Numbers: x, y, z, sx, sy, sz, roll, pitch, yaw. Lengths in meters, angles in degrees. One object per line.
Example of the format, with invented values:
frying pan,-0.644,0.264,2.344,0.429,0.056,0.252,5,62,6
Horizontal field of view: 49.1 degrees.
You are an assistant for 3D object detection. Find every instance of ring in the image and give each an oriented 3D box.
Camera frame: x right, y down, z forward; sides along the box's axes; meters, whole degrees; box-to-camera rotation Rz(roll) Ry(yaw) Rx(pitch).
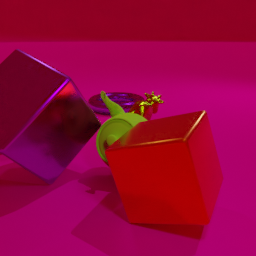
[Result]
ring,-0.365,-0.826,9.123,1.901,0.380,1.901,0,19,0

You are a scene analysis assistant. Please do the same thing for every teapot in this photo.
teapot,-0.101,0.183,4.630,1.032,1.660,0.813,-23,-16,22

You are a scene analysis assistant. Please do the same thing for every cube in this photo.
cube,-1.491,-0.167,4.458,1.333,1.333,1.333,31,73,29
cube,0.524,0.496,3.656,1.058,1.058,1.058,-10,15,31

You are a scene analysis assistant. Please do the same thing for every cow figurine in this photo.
cow figurine,0.456,-0.526,7.133,0.596,1.068,1.085,28,-6,18
